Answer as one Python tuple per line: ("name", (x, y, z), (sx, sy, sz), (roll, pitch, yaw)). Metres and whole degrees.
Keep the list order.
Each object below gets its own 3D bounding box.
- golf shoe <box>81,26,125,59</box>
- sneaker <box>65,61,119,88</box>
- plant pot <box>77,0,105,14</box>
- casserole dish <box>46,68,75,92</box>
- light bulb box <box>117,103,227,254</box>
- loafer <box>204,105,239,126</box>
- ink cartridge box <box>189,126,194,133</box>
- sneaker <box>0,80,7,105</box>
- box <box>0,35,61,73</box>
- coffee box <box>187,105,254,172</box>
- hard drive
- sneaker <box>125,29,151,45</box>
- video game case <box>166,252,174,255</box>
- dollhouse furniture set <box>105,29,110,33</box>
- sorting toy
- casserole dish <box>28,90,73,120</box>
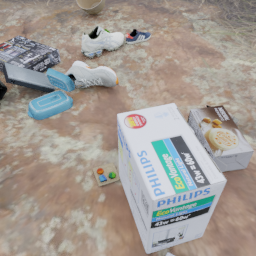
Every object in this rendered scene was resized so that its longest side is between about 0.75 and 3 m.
("golf shoe", (-1.103, -4.218, 13.119), (0.984, 1.222, 2.513), (30, 50, 31))
("sneaker", (-1.477, -1.887, 11.034), (2.339, 0.885, 1.076), (17, 53, 28))
("plant pot", (-2.005, -7.297, 16.267), (1.643, 1.103, 1.643), (-3, 77, 14))
("casserole dish", (-2.509, -1.716, 10.259), (1.299, 0.787, 0.252), (26, 62, 24))
("light bulb box", (0.768, 1.147, 6.527), (1.510, 2.419, 2.398), (-12, 47, -13))
("loafer", (3.209, -0.437, 9.701), (1.295, 0.407, 0.465), (21, 47, 21))
("ink cartridge box", (0.837, 0.228, 8.704), (1.920, 0.806, 1.390), (-17, 46, -17))
("sneaker", (-5.186, -1.583, 10.624), (1.208, 0.887, 2.669), (-6, 47, -11))
("box", (-4.663, -3.124, 12.358), (2.629, 0.654, 2.073), (24, 49, 23))
("coffee box", (2.731, 0.295, 8.622), (1.179, 0.822, 2.062), (-6, 44, -7))
("hard drive", (-3.771, -1.889, 10.686), (1.756, 0.289, 1.225), (11, 30, -38))
("sneaker", (0.548, -4.677, 14.014), (1.495, 0.632, 0.560), (-27, 50, -26))
("video game case", (1.186, 3.775, 5.386), (1.888, 0.228, 2.071), (22, 48, 21))
("dollhouse furniture set", (-1.493, -4.280, 13.903), (1.419, 0.548, 0.709), (-43, 64, -13))
("sorting toy", (-0.490, 1.275, 8.101), (0.943, 0.126, 0.702), (-15, 46, -15))
("casserole dish", (-2.849, -0.895, 10.251), (1.717, 0.333, 1.040), (-25, 50, -25))
